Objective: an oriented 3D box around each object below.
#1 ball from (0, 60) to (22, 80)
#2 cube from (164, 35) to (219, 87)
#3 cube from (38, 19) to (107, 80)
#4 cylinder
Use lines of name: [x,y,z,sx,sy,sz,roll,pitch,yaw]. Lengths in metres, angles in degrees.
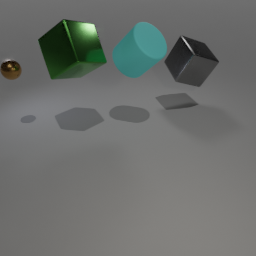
ball: [-4.094,-2.035,9.805,0.700,0.700,0.700,0,29,0]
cube: [2.639,-2.787,11.820,1.400,1.400,1.400,6,45,-30]
cube: [-1.812,-2.520,9.197,1.400,1.400,1.400,-19,0,37]
cylinder: [0.388,-2.667,9.723,1.400,1.400,1.400,-28,-2,-40]
